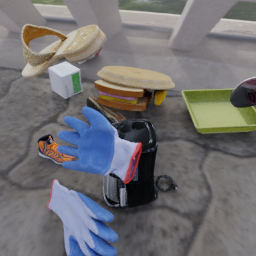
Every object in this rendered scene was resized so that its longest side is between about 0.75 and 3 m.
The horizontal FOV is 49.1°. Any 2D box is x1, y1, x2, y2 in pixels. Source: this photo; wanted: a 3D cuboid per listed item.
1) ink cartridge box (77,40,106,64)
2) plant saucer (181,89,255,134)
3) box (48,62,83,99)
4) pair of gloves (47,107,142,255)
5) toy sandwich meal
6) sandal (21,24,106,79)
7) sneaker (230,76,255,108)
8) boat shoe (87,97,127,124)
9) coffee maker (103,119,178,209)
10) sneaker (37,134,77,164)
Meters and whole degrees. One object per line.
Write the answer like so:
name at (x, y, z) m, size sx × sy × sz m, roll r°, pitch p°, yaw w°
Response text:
ink cartridge box at (-1.692, -3.454, 12.042) m, size 0.561 × 0.987 × 1.354 m, roll 45°, pitch 50°, yaw 2°
plant saucer at (2.844, -0.487, 8.787) m, size 2.061 × 0.493 × 2.058 m, roll -2°, pitch 39°, yaw -3°
box at (-2.223, -1.713, 9.984) m, size 0.786 × 0.913 × 0.918 m, roll -30°, pitch 48°, yaw -32°
pair of gloves at (-0.838, 1.105, 5.355) m, size 0.330 × 2.893 × 2.326 m, roll 10°, pitch 8°, yaw -44°
toy sandwich meal at (0.210, -1.320, 9.117) m, size 2.818 × 0.965 × 2.818 m, roll 8°, pitch 19°, yaw -3°
sandal at (-1.717, -1.819, 5.835) m, size 2.842 × 0.935 × 1.042 m, roll 0°, pitch 57°, yaw 43°
sneaker at (3.044, -0.813, 6.299) m, size 1.802 × 0.682 × 1.041 m, roll -26°, pitch 9°, yaw 42°
boat shoe at (-0.650, -0.425, 8.684) m, size 0.620 × 0.636 × 1.680 m, roll -23°, pitch 52°, yaw -34°
coffee maker at (0.209, 0.737, 6.200) m, size 1.729 × 1.800 × 1.212 m, roll -19°, pitch 43°, yaw -22°
sneaker at (-1.913, 0.547, 7.367) m, size 1.148 × 0.643 × 0.445 m, roll 11°, pitch 40°, yaw 14°
